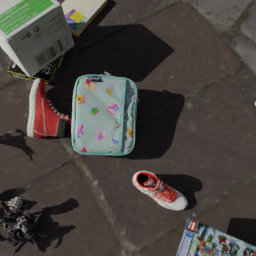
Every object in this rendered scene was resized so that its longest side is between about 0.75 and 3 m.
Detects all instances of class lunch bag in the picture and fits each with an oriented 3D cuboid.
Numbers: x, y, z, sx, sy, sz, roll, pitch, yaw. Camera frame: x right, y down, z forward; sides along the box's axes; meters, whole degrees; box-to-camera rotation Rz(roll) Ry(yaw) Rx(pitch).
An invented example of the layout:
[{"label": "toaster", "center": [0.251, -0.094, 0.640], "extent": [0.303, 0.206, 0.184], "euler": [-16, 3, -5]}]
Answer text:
[{"label": "lunch bag", "center": [-0.655, -0.398, 8.279], "extent": [1.949, 0.937, 2.431], "euler": [4, 87, -9]}]

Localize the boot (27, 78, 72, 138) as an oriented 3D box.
[{"label": "boot", "center": [-2.359, -0.626, 8.805], "extent": [1.363, 0.684, 1.890], "euler": [0, 81, 0]}]

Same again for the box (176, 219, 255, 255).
[{"label": "box", "center": [2.543, 3.802, 6.967], "extent": [2.995, 0.597, 2.051], "euler": [25, 75, -11]}]

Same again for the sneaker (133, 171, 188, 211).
[{"label": "sneaker", "center": [0.920, 1.784, 7.875], "extent": [1.766, 0.947, 0.590], "euler": [29, 75, 9]}]

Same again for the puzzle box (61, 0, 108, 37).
[{"label": "puzzle box", "center": [-1.764, -4.299, 10.163], "extent": [1.228, 0.235, 1.846], "euler": [35, 76, 10]}]

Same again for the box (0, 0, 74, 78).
[{"label": "box", "center": [-2.951, -2.979, 8.388], "extent": [1.865, 1.875, 1.606], "euler": [-41, 73, -14]}]

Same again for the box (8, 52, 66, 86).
[{"label": "box", "center": [-2.973, -2.464, 9.480], "extent": [1.489, 0.460, 1.864], "euler": [15, 73, 3]}]

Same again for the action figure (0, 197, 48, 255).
[{"label": "action figure", "center": [-3.275, 2.525, 7.586], "extent": [2.181, 1.113, 1.296], "euler": [25, 64, 9]}]
